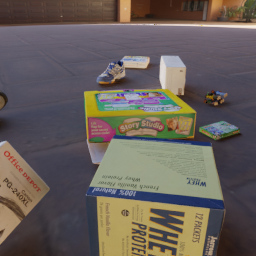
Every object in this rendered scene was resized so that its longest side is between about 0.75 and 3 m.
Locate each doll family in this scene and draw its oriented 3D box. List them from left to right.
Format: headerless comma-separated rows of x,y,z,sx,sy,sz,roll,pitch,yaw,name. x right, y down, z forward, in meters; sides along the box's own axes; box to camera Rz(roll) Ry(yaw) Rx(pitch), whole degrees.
3.377,-1.216,10.984,1.122,0.440,0.648,-16,25,-41,doll family

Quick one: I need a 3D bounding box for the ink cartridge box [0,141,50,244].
-2.183,1.112,4.340,0.648,1.128,1.554,-19,23,44,ink cartridge box

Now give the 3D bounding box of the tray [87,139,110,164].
-0.654,0.592,7.339,0.713,0.147,1.327,-6,26,-13,tray

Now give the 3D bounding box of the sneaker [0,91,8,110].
-5.006,-0.419,8.747,1.068,0.996,2.694,30,43,32,sneaker

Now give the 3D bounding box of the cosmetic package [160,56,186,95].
1.963,-2.426,12.603,0.905,1.243,2.445,1,24,3,cosmetic package

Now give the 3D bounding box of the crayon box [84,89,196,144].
0.189,-0.466,8.627,2.988,0.871,2.578,-3,23,-9,crayon box

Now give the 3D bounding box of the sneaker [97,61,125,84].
-0.866,-2.762,13.699,0.783,0.916,2.079,14,29,25,sneaker

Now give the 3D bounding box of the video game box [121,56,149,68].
0.428,-4.033,17.066,1.586,0.408,1.741,7,26,8,video game box

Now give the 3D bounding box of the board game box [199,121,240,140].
2.781,0.059,8.494,1.017,0.148,0.684,-14,28,-27,board game box

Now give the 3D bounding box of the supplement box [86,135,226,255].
0.478,1.152,4.767,1.908,1.281,1.906,4,25,8,supplement box
